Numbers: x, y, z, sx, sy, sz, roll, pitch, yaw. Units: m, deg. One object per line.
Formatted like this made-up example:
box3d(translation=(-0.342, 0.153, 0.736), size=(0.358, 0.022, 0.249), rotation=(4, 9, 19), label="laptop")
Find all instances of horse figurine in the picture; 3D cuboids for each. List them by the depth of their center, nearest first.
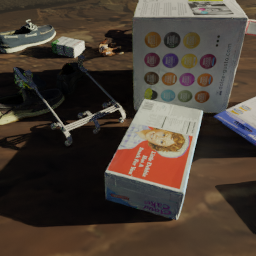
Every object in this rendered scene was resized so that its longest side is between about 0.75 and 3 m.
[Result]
box3d(translation=(-0.898, -3.494, 12.330), size=(1.027, 0.387, 1.550), rotation=(-17, 42, -20), label="horse figurine")

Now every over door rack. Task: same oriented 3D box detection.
box3d(translation=(-1.585, -0.849, 8.467), size=(1.972, 0.889, 2.670), rotation=(-25, 66, -27), label="over door rack")

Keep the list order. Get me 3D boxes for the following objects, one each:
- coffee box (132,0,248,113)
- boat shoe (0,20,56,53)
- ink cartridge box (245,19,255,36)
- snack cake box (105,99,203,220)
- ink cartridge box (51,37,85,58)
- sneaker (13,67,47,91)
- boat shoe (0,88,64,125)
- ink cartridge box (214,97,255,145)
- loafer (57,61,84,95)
box3d(translation=(1.701, -2.537, 9.032), size=(2.954, 2.982, 2.987), rotation=(3, 39, 6), label="coffee box")
box3d(translation=(-4.666, -4.371, 12.998), size=(1.099, 0.907, 2.934), rotation=(32, 49, 33), label="boat shoe")
box3d(translation=(3.778, -2.994, 8.343), size=(0.660, 0.379, 0.909), rotation=(10, 27, 3), label="ink cartridge box")
box3d(translation=(0.746, 0.567, 6.813), size=(1.671, 0.976, 2.905), rotation=(14, 41, 14), label="snack cake box")
box3d(translation=(-2.618, -3.566, 12.332), size=(1.179, 0.490, 0.864), rotation=(17, 42, 20), label="ink cartridge box")
box3d(translation=(-3.522, -1.697, 10.025), size=(0.700, 0.616, 1.654), rotation=(-26, 54, -37), label="sneaker")
box3d(translation=(-3.139, -0.813, 8.678), size=(2.421, 0.784, 0.886), rotation=(-26, 45, -28), label="boat shoe")
box3d(translation=(4.048, -0.221, 8.114), size=(2.846, 0.597, 1.698), rotation=(-19, 42, -27), label="ink cartridge box")
box3d(translation=(-2.070, -2.029, 10.208), size=(0.766, 0.760, 2.103), rotation=(0, 38, 2), label="loafer")
